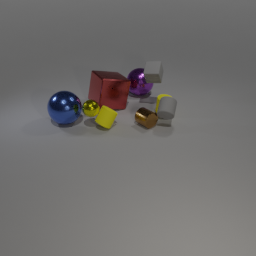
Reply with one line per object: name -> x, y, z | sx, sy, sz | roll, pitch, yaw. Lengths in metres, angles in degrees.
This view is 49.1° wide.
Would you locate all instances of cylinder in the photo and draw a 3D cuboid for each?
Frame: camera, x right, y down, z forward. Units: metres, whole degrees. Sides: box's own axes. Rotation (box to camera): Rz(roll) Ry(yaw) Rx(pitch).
cylinder -> 0.752, -0.417, 11.532 | 0.700, 0.700, 0.700 | -22, 36, -34
cylinder -> -0.877, -0.442, 11.324 | 0.700, 0.700, 0.700 | 29, 8, -4
cylinder -> 1.601, -1.034, 12.388 | 0.700, 0.700, 0.700 | 4, 34, -2
cylinder -> 1.569, -0.800, 11.240 | 0.700, 0.700, 0.700 | 9, 66, 15

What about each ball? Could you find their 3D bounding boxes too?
ball -> -1.476, -0.781, 11.147 | 0.700, 0.700, 0.700 | 0, 29, 0
ball -> -2.609, -0.837, 11.559 | 1.400, 1.400, 1.400 | 0, 29, 0
ball -> 0.605, -2.342, 14.238 | 1.400, 1.400, 1.400 | 0, 29, 0

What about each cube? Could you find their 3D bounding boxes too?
cube -> -0.892, -1.764, 12.962 | 1.400, 1.400, 1.400 | -2, 27, -29
cube -> 1.141, -2.475, 12.452 | 0.700, 0.700, 0.700 | 4, 64, 19
